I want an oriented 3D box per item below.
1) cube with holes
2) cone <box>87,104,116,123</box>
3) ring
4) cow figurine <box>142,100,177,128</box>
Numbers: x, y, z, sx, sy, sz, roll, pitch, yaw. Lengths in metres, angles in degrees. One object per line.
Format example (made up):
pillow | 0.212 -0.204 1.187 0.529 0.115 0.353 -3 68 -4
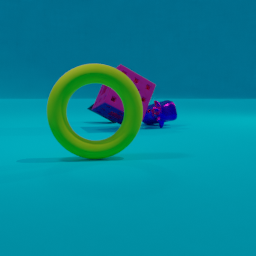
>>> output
cube with holes | -0.140 -0.844 7.788 1.134 1.134 1.134 26 -17 -19
cone | -0.959 -0.710 9.786 1.124 1.120 1.120 -2 5 26
ring | -0.464 -0.227 4.036 1.375 1.375 0.275 -1 7 -7
cow figurine | 0.876 -0.437 8.591 1.496 0.821 1.472 -11 5 36
